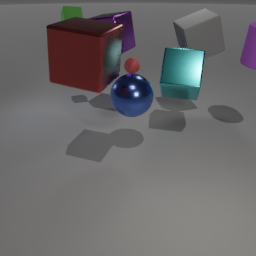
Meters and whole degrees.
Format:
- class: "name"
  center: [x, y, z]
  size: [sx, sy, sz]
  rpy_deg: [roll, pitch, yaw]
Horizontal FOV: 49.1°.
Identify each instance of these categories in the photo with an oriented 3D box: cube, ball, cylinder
- class: "cube"
  center: [-1.042, -1.880, 7.054]
  size: [1.400, 1.400, 1.400]
  rpy_deg: [14, 32, 13]
- class: "ball"
  center: [0.182, -2.771, 12.476]
  size: [0.700, 0.700, 0.700]
  rpy_deg: [0, 28, 0]
- class: "cube"
  center: [-2.187, -4.240, 10.879]
  size: [0.700, 0.700, 0.700]
  rpy_deg: [-7, 2, -23]
- class: "cylinder"
  center: [4.857, -2.908, 9.907]
  size: [1.400, 1.400, 1.400]
  rpy_deg: [3, 32, -2]
- class: "ball"
  center: [0.122, -1.049, 9.025]
  size: [1.400, 1.400, 1.400]
  rpy_deg: [0, 28, 0]
- class: "cube"
  center: [1.969, -1.946, 10.253]
  size: [1.400, 1.400, 1.400]
  rpy_deg: [8, -11, 11]
- class: "cube"
  center: [-0.684, -3.718, 11.051]
  size: [1.400, 1.400, 1.400]
  rpy_deg: [6, 30, 28]
- class: "cube"
  center: [2.761, -3.612, 10.954]
  size: [1.400, 1.400, 1.400]
  rpy_deg: [-21, 34, 4]
